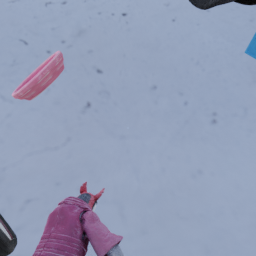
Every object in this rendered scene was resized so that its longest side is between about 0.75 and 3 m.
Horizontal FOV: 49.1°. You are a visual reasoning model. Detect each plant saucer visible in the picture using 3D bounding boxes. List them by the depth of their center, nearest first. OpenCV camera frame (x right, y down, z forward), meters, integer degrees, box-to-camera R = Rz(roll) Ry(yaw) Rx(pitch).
[{"bbox_3d":[-1.897,-1.089,6.117,1.415,0.359,1.415,-34,25,18],"label":"plant saucer"}]

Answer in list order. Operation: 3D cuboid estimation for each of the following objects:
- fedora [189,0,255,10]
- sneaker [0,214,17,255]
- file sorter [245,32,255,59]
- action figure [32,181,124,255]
[{"bbox_3d":[1.743,-3.175,5.799,1.083,2.372,2.372,-41,63,4],"label":"fedora"},{"bbox_3d":[-2.275,0.759,4.225,2.247,0.850,1.298,48,29,-9],"label":"sneaker"},{"bbox_3d":[4.032,-2.453,6.829,1.286,1.853,1.137,39,67,17],"label":"file sorter"},{"bbox_3d":[-0.776,1.320,2.841,1.310,1.456,1.955,-16,40,30],"label":"action figure"}]
